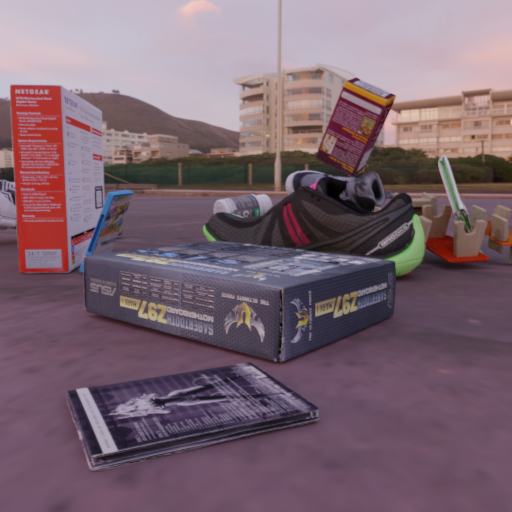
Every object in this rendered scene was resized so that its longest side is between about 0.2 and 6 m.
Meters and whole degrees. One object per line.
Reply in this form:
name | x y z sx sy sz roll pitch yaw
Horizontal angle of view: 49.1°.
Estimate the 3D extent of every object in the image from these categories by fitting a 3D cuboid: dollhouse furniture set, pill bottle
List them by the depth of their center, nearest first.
dollhouse furniture set | 2.888 -0.268 9.047 2.145 1.105 2.122 -2 19 -10
pill bottle | -0.233 -0.831 10.316 0.998 0.565 0.565 -15 14 -31

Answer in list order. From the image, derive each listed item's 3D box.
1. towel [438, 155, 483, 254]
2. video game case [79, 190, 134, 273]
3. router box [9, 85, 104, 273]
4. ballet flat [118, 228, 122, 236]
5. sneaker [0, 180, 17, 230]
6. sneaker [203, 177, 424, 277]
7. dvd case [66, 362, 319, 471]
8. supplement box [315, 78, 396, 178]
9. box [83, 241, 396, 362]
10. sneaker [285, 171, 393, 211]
towel | 3.258 -0.733 8.898 0.183 1.193 1.564 -21 -39 22
video game case | -2.119 -0.363 7.977 0.105 1.178 0.843 24 10 3
router box | -3.036 -1.196 8.977 0.700 2.571 2.864 -1 7 -5
ballet flat | -3.946 -0.689 13.135 2.128 0.493 0.717 6 9 38
sneaker | -5.697 -0.794 11.104 1.346 2.058 3.581 6 -25 37
sneaker | 0.765 -0.454 8.004 3.208 1.344 1.231 3 8 23
dvd case | -0.377 0.824 3.069 1.174 0.094 0.873 -4 8 -25
supplement box | 1.332 -1.732 7.578 0.625 1.133 0.485 30 34 15
box | -0.162 0.286 5.224 2.346 0.598 1.850 6 9 37
sneaker | 1.510 -1.187 9.806 1.875 0.708 1.067 11 -14 -28
